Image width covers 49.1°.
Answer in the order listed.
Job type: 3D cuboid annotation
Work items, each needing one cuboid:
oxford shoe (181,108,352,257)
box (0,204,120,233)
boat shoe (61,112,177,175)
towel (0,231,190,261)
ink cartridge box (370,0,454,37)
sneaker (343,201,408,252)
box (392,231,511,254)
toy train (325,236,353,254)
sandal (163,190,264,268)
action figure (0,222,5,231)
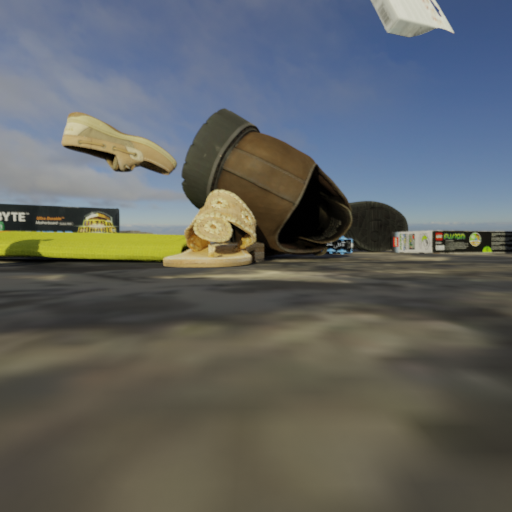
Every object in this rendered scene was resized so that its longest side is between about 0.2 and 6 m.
[{"bbox_3d":[0.392,-0.439,6.873,1.535,1.322,3.637,28,2,15],"label":"oxford shoe"},{"bbox_3d":[-5.229,-0.514,11.547,3.182,0.921,4.003,-1,1,-44],"label":"box"},{"bbox_3d":[-2.068,-1.549,8.550,1.791,0.578,0.638,20,-15,-31],"label":"boat shoe"},{"bbox_3d":[-2.535,-0.065,6.033,3.814,0.344,1.641,1,6,3],"label":"towel"},{"bbox_3d":[2.329,-3.786,8.572,1.286,1.030,0.304,-3,-27,-35],"label":"ink cartridge box"},{"bbox_3d":[1.444,-0.688,13.509,3.988,1.198,2.080,-1,2,-20],"label":"sneaker"},{"bbox_3d":[4.617,-0.302,12.465,2.771,0.481,1.525,-1,1,-19],"label":"box"},{"bbox_3d":[1.470,-0.194,10.781,0.826,0.358,0.472,0,-5,20],"label":"toy train"},{"bbox_3d":[-0.329,-0.258,5.095,0.742,0.665,2.023,0,1,11],"label":"sandal"},{"bbox_3d":[-4.581,-0.319,7.758,2.944,0.805,1.739,4,0,23],"label":"action figure"}]
